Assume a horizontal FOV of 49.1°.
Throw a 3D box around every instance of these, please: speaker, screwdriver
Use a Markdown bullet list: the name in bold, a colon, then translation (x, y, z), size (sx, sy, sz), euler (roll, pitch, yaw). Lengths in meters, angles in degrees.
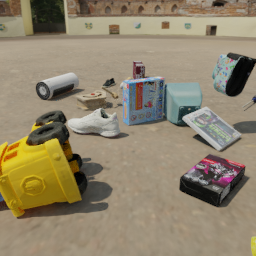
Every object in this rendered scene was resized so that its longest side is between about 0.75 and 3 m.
- **speaker**: translation (-3.909, -2.397, 15.769), size (1.035, 1.035, 2.549), euler (11, 25, 25)
- **screwdriver**: translation (6.221, -1.377, 14.169), size (2.520, 0.351, 0.367), euler (-18, 57, -42)

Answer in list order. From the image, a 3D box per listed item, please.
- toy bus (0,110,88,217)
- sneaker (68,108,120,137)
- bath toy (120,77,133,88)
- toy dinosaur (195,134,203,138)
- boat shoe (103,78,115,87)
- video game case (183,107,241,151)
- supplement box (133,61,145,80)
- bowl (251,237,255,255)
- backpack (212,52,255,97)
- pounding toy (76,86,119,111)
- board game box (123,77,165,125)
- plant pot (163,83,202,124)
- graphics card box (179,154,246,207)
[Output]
- **toy bus**: translation (-2.565, 0.939, 7.239), size (2.617, 1.850, 2.726), euler (-20, 23, -6)
- **sneaker**: translation (-1.308, -0.300, 10.728), size (2.145, 1.068, 0.803), euler (6, 24, 17)
- **bath toy**: translation (-0.055, -2.787, 17.446), size (0.489, 0.575, 1.323), euler (27, 32, 6)
- **toy dinosaur**: translation (2.913, 0.194, 10.476), size (0.841, 0.324, 0.430), euler (-13, 54, 1)
- **boat shoe**: translation (-1.211, -2.901, 17.747), size (0.490, 0.435, 1.312), euler (13, 26, 29)
- **video game case**: translation (3.095, -0.032, 10.283), size (1.588, 0.204, 1.746), euler (-22, 57, -41)
- **supplement box**: translation (0.714, -3.832, 19.057), size (0.639, 1.143, 2.100), euler (-1, 24, -4)
- **bowl**: translation (2.647, 2.362, 4.734), size (1.177, 1.177, 0.633), euler (12, 69, 27)
- **backpack**: translation (3.836, -1.951, 10.352), size (1.356, 1.528, 1.150), euler (-1, 23, -38)
- **pounding toy**: translation (-1.580, -1.641, 13.799), size (2.007, 1.152, 1.148), euler (-11, 29, -25)
- **board game box**: translation (0.671, -1.161, 11.817), size (1.777, 1.815, 0.507), euler (-12, 25, -27)
- **plant pot**: translation (2.371, -0.910, 11.826), size (1.497, 1.493, 1.525), euler (-1, 34, -3)
- **graphics card box**: translation (2.315, 1.337, 7.601), size (1.121, 0.454, 1.786), euler (19, 30, 37)
